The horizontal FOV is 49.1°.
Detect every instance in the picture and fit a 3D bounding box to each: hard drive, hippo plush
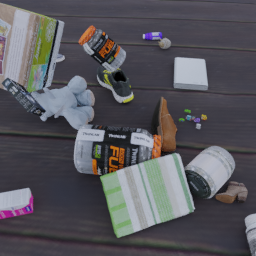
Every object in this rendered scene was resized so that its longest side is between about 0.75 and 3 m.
[{"bbox_3d":[3.028,-2.684,13.638,1.524,0.304,2.311,5,44,6],"label":"hard drive"},{"bbox_3d":[-2.659,-0.752,10.961,1.992,1.973,2.477,-11,17,33],"label":"hippo plush"}]

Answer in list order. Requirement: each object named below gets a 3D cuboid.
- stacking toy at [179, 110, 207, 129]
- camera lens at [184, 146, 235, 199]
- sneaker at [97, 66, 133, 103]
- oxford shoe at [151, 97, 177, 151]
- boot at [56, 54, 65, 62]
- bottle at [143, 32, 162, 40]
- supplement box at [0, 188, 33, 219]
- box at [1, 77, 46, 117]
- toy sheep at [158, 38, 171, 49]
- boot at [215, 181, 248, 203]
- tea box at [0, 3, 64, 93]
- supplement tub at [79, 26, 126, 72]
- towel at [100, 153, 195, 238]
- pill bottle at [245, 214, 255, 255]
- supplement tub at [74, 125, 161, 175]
[{"bbox_3d":[2.619,-0.360,11.334,0.959,0.225,0.723,21,46,23],"label":"stacking toy"},{"bbox_3d":[2.514,1.391,8.818,1.465,1.172,1.172,-35,54,-29],"label":"camera lens"},{"bbox_3d":[-0.562,-2.275,12.610,1.007,1.144,2.703,-24,49,-24],"label":"sneaker"},{"bbox_3d":[1.417,-0.139,10.740,0.913,0.914,2.562,11,52,-9],"label":"oxford shoe"},{"bbox_3d":[-4.130,-3.871,14.557,1.572,0.710,0.572,1,44,1],"label":"boot"},{"bbox_3d":[1.424,-5.356,16.338,1.080,0.353,0.451,-5,43,-5],"label":"bottle"},{"bbox_3d":[-3.460,2.263,8.369,1.114,0.563,0.575,-10,45,-10],"label":"supplement box"},{"bbox_3d":[-2.811,-0.821,7.622,0.237,0.872,1.089,-44,82,-1],"label":"box"},{"bbox_3d":[2.059,-4.679,15.493,0.893,0.615,0.615,-24,49,-32],"label":"toy sheep"},{"bbox_3d":[3.259,2.000,8.848,0.990,0.348,0.724,9,39,8],"label":"boot"},{"bbox_3d":[-3.601,-2.700,9.587,1.684,2.521,2.480,18,18,3],"label":"tea box"},{"bbox_3d":[-0.772,-2.385,8.457,1.326,0.812,0.812,36,37,-27],"label":"supplement tub"},{"bbox_3d":[0.586,1.917,8.230,2.481,0.381,1.851,-15,86,-12],"label":"towel"},{"bbox_3d":[3.592,3.019,7.470,0.730,0.730,1.291,3,44,3],"label":"pill bottle"},{"bbox_3d":[-0.288,0.771,9.156,2.648,1.622,1.622,4,44,5],"label":"supplement tub"}]
